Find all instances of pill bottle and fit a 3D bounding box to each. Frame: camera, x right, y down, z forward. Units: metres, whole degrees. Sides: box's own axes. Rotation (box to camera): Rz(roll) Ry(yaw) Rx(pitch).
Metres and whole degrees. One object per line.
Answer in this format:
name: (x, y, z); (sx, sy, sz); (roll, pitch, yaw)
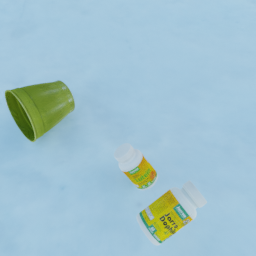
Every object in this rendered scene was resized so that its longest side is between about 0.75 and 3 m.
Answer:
pill bottle: (0.876, 1.638, 5.526); (1.297, 0.731, 0.731); (-37, 60, 2)
pill bottle: (0.170, 0.887, 6.523); (0.617, 1.111, 0.617); (-29, 29, 18)

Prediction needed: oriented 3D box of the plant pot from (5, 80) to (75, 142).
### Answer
plant pot: (-2.251, -0.591, 7.517); (1.419, 1.474, 1.474); (-31, 60, -31)
